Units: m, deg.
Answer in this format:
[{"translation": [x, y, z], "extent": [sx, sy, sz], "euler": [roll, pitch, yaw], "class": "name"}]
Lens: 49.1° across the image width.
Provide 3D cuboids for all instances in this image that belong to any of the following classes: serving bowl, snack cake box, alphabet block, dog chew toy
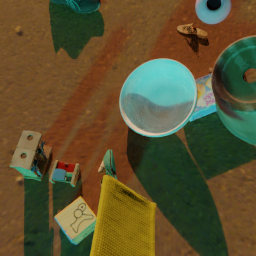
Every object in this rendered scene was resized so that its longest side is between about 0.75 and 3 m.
[{"translation": [0.974, -0.832, 8.479], "extent": [2.391, 0.786, 2.391], "euler": [-7, 73, 24], "class": "serving bowl"}, {"translation": [2.578, -1.069, 8.928], "extent": [1.831, 0.615, 1.053], "euler": [-22, 65, -10], "class": "snack cake box"}, {"translation": [-1.263, 2.366, 7.157], "extent": [0.814, 0.799, 0.795], "euler": [-36, 71, -16], "class": "alphabet block"}, {"translation": [1.862, -2.640, 6.170], "extent": [0.736, 1.182, 0.736], "euler": [3, 103, 13], "class": "dog chew toy"}]

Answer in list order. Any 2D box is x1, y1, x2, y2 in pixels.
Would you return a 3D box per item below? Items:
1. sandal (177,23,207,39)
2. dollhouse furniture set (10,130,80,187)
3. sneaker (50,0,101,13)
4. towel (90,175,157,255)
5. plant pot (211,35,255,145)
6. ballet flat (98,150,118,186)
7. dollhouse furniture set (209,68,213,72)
[{"translation": [2.400, -3.688, 10.335], "extent": [1.157, 0.380, 0.424], "euler": [22, 66, 10], "class": "sandal"}, {"translation": [-2.157, 0.848, 7.738], "extent": [1.528, 1.077, 1.071], "euler": [9, 64, 5], "class": "dollhouse furniture set"}, {"translation": [-2.142, -5.119, 10.756], "extent": [2.288, 0.907, 0.863], "euler": [17, 64, 7], "class": "sneaker"}, {"translation": [-0.032, 1.871, 3.580], "extent": [1.149, 0.241, 2.669], "euler": [40, 32, -25], "class": "towel"}, {"translation": [2.752, -0.834, 5.764], "extent": [2.435, 2.113, 2.435], "euler": [-4, 84, 36], "class": "plant pot"}, {"translation": [-0.556, 1.319, 7.845], "extent": [0.534, 0.510, 1.516], "euler": [-16, 64, 2], "class": "ballet flat"}, {"translation": [3.378, -2.283, 9.595], "extent": [0.998, 0.487, 0.851], "euler": [15, 65, 7], "class": "dollhouse furniture set"}]
